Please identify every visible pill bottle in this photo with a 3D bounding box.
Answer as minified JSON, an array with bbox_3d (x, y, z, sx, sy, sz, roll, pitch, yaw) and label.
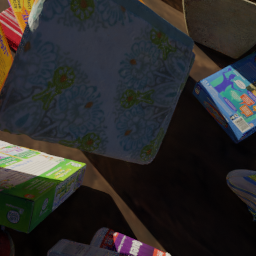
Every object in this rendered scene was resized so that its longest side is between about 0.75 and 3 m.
[{"bbox_3d":[0.135,2.738,5.336,1.918,1.079,1.079,19,65,9],"label":"pill bottle"}]

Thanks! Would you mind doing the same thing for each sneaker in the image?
[{"bbox_3d":[3.119,2.068,5.694,2.804,1.062,1.473,32,68,14],"label":"sneaker"}]

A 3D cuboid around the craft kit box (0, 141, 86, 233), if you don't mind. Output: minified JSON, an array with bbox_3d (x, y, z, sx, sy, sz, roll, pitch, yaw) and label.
[{"bbox_3d":[-2.445,0.886,5.503,2.606,2.638,0.640,12,96,8],"label":"craft kit box"}]

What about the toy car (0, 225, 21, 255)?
[{"bbox_3d":[-3.501,1.836,4.714,2.414,2.729,2.516,21,66,23],"label":"toy car"}]

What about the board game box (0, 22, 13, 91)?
[{"bbox_3d":[-3.188,-1.117,3.885,2.090,2.091,2.089,7,55,-1],"label":"board game box"}]

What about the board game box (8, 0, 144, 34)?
[{"bbox_3d":[-0.872,-1.723,6.768,2.539,2.538,2.540,-24,66,-12],"label":"board game box"}]

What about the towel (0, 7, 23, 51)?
[{"bbox_3d":[-2.783,-3.571,8.972,2.076,0.323,2.870,37,67,19],"label":"towel"}]

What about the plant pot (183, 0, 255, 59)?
[{"bbox_3d":[2.995,-3.537,7.889,2.501,2.217,2.504,29,68,14],"label":"plant pot"}]

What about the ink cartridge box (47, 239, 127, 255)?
[{"bbox_3d":[-0.378,3.302,4.636,2.139,0.543,2.428,7,93,11],"label":"ink cartridge box"}]

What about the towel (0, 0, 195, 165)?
[{"bbox_3d":[-0.279,-0.744,4.339,0.671,2.785,2.384,28,97,54],"label":"towel"}]

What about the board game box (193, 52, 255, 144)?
[{"bbox_3d":[3.271,-0.936,7.497,2.414,0.543,1.836,-28,66,-13],"label":"board game box"}]
